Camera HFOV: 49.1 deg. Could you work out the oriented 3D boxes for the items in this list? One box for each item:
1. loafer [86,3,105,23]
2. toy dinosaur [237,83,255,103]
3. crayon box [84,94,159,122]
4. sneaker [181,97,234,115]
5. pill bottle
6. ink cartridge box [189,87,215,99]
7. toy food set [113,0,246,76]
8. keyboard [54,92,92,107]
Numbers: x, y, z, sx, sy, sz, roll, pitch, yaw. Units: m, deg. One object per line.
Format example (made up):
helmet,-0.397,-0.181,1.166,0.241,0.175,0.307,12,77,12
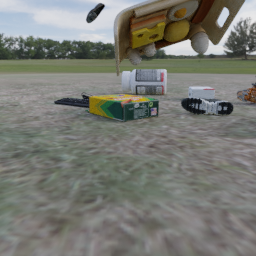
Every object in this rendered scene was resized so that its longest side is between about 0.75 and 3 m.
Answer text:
loafer,-1.204,-4.280,10.398,0.335,0.933,0.293,41,-6,-40
toy dinosaur,6.015,-1.426,12.040,2.499,1.276,1.696,20,30,4
crayon box,-0.297,-0.767,9.580,1.505,0.602,2.371,-11,16,-38
sneaker,2.713,-0.761,9.724,1.724,0.573,0.780,6,11,12
pill bottle,0.909,-2.576,15.597,2.410,1.373,1.373,2,13,5
ink cartridge box,3.439,-1.610,13.184,1.014,0.588,1.405,1,13,6
toy food set,0.953,-1.970,6.082,2.675,0.808,1.919,-20,-11,-4
keyboard,-1.934,-1.230,11.886,2.394,0.474,1.246,10,16,32
